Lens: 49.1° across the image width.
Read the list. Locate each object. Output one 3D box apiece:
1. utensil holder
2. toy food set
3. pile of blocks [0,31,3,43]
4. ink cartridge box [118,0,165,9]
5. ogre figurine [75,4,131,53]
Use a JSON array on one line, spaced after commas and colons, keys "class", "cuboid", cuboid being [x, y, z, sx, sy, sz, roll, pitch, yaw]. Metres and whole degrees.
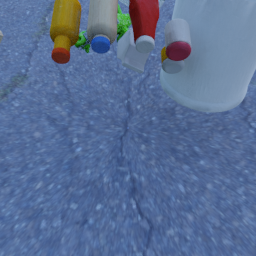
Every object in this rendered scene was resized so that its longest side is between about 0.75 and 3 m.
[{"class": "utensil holder", "cuboid": [2.072, -2.105, 6.519, 2.299, 2.705, 2.299, 3, 48, -3]}, {"class": "toy food set", "cuboid": [0.107, -1.449, 4.912, 2.743, 1.309, 1.234, 18, 59, -31]}, {"class": "pile of blocks", "cuboid": [-3.783, -2.853, 6.509, 2.100, 0.653, 0.862, 32, 29, -13]}, {"class": "ink cartridge box", "cuboid": [0.703, -4.675, 8.719, 1.446, 1.994, 0.835, 28, 38, -15]}, {"class": "ogre figurine", "cuboid": [-0.602, -2.695, 7.703, 2.120, 1.271, 1.040, -8, 74, -62]}]
